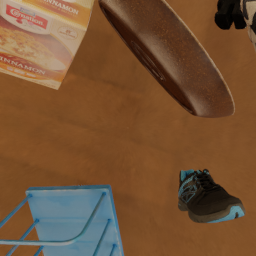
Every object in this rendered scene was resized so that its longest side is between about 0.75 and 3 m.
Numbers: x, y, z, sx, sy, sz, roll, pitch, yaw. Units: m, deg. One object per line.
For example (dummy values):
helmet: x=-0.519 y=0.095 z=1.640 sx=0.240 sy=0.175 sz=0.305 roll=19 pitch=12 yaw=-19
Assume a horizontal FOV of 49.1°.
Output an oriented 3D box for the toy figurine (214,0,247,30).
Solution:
toy figurine: x=1.891 y=-3.618 z=5.015 sx=2.928 sy=2.883 sz=2.037 roll=27 pitch=76 yaw=-5

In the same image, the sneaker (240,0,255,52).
sneaker: x=2.530 y=-1.259 z=4.545 sx=0.841 sy=2.108 sz=1.372 roll=-18 pitch=72 yaw=26

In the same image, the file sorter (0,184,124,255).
file sorter: x=-0.951 y=2.146 z=4.334 sx=1.479 sy=1.308 sz=2.131 roll=-5 pitch=107 yaw=14

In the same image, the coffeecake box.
coffeecake box: x=-1.505 y=-1.465 z=4.235 sx=1.464 sy=1.908 sz=0.697 roll=17 pitch=67 yaw=-19

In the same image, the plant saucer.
plant saucer: x=0.456 y=-1.151 z=4.307 sx=0.461 sy=2.876 sz=2.876 roll=-41 pitch=80 yaw=7

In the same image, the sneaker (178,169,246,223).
sneaker: x=0.881 y=0.779 z=3.348 sx=0.494 sy=1.350 sz=0.553 roll=-4 pitch=84 yaw=-12
